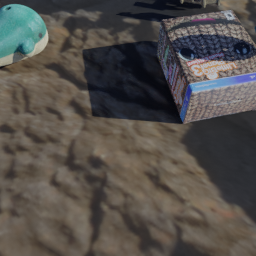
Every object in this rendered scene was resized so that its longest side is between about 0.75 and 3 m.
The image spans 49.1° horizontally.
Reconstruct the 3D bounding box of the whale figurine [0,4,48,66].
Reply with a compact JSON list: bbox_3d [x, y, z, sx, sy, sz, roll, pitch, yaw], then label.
[{"bbox_3d":[-3.699,-2.716,8.405,2.120,1.383,2.665,25,56,26],"label":"whale figurine"}]

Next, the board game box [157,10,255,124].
[{"bbox_3d":[2.299,-1.811,8.001,2.245,1.364,2.816,-11,58,-6],"label":"board game box"}]

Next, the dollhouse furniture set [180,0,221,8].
[{"bbox_3d":[2.783,-4.990,9.818,1.856,0.956,1.836,-5,38,5],"label":"dollhouse furniture set"}]

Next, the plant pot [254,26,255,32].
[{"bbox_3d":[3.659,-2.346,6.753,0.974,1.037,1.037,-23,51,32],"label":"plant pot"}]
